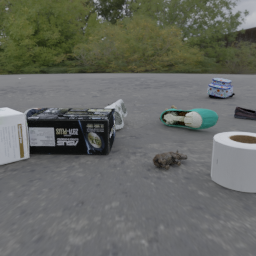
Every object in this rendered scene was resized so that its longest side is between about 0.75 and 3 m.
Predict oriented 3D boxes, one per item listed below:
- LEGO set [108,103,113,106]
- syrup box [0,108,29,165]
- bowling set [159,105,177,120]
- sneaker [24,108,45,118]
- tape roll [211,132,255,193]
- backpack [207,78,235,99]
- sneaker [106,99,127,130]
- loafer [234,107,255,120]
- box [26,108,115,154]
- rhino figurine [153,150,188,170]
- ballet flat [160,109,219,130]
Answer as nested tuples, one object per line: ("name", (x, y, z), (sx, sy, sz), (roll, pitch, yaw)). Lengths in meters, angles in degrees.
("LEGO set", (-0.657, -0.963, 13.354), (0.755, 0.329, 1.163), (8, 29, 35))
("syrup box", (-3.783, 0.324, 6.055), (2.914, 1.186, 1.147), (-14, 20, -41))
("bowling set", (1.601, -0.556, 10.958), (0.709, 0.547, 1.018), (-2, 14, -9))
("sneaker", (-3.492, -0.561, 11.086), (0.499, 0.493, 1.256), (1, 11, 29))
("tape roll", (2.292, 0.621, 5.532), (1.234, 0.847, 1.234), (1, 14, 0))
("backpack", (5.694, -2.430, 17.379), (1.643, 1.266, 1.565), (12, 28, 30))
("sneaker", (-0.674, -0.335, 10.009), (1.011, 0.793, 2.035), (-20, 14, 18))
("loafer", (5.038, -0.584, 11.253), (1.450, 0.457, 0.521), (6, 15, 24))
("box", (-1.483, 0.023, 7.778), (2.148, 0.925, 1.759), (0, 14, 2))
("rhino figurine", (0.993, 0.692, 6.409), (1.011, 0.302, 0.442), (-9, 16, -38))
("ballet flat", (1.978, -0.288, 9.601), (0.755, 0.723, 2.146), (-14, 14, -43))
